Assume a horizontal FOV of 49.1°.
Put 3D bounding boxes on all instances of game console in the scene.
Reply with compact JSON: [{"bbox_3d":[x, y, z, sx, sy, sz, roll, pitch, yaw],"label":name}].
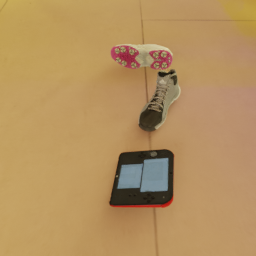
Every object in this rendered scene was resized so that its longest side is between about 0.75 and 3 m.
[{"bbox_3d":[0.401,1.252,7.217,1.573,0.276,1.779,-2,41,12],"label":"game console"}]

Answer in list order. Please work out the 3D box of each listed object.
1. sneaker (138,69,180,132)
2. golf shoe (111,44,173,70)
[{"bbox_3d":[0.943,-1.059,8.788,0.864,1.330,2.302,18,53,23],"label":"sneaker"},{"bbox_3d":[0.550,-2.807,10.785,2.395,0.902,1.096,11,35,9],"label":"golf shoe"}]
